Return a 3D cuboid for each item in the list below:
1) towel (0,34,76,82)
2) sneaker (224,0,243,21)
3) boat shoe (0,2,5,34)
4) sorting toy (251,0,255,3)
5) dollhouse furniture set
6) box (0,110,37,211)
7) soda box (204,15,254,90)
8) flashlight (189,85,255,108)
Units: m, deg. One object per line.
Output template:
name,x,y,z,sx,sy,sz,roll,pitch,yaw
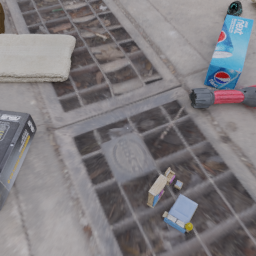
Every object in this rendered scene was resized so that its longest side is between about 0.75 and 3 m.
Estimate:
towel,-3.219,-2.223,8.915,2.920,0.503,1.935,1,56,1
sneaker,4.030,-4.462,10.491,0.539,0.567,1.430,19,55,15
boat shoe,-4.800,-3.821,9.885,0.689,0.761,2.135,-12,42,-10
sorting toy,6.359,-4.228,10.410,2.628,0.518,2.839,-9,50,-6
dollhouse furniture set,1.109,1.498,6.058,1.100,0.718,1.038,30,60,19
box,-4.062,0.554,6.732,2.975,0.719,2.356,7,54,5
soda box,3.198,-2.415,8.811,0.910,0.861,2.684,18,55,13
flashlight,2.890,-0.839,7.755,2.193,0.742,0.745,-2,62,-3
